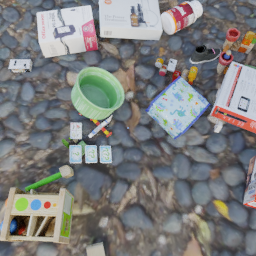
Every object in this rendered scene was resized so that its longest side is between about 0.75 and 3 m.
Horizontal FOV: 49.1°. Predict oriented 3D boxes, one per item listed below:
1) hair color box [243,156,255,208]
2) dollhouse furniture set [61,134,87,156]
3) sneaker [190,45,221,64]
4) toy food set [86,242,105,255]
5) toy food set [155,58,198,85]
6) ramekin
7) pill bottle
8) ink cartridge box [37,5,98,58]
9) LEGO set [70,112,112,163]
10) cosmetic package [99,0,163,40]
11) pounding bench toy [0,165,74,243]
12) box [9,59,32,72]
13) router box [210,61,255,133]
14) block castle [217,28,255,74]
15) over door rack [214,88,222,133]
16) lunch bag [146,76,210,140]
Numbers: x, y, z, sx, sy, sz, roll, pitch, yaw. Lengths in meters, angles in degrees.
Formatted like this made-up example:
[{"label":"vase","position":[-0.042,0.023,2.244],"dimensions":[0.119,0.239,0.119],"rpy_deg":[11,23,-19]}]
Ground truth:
[{"label":"hair color box","position":[4.500,1.795,9.606],"dimensions":[0.550,0.955,1.721],"rpy_deg":[18,67,7]},{"label":"dollhouse furniture set","position":[-1.920,0.612,10.392],"dimensions":[0.888,0.446,0.582],"rpy_deg":[38,72,15]},{"label":"sneaker","position":[3.382,-3.224,11.897],"dimensions":[1.466,0.727,0.518],"rpy_deg":[-18,66,-9]},{"label":"toy food set","position":[-1.005,4.139,9.021],"dimensions":[0.550,0.232,0.767],"rpy_deg":[-12,75,-6]},{"label":"toy food set","position":[1.873,-2.192,11.399],"dimensions":[1.706,0.814,0.767],"rpy_deg":[17,68,6]},{"label":"ramekin","position":[-1.180,-1.245,10.504],"dimensions":[1.915,0.936,1.915],"rpy_deg":[18,52,-24]},{"label":"pill bottle","position":[2.406,-4.996,12.517],"dimensions":[1.757,0.992,0.992],"rpy_deg":[-31,70,-13]},{"label":"ink cartridge box","position":[-2.632,-4.193,12.159],"dimensions":[2.381,1.004,1.724],"rpy_deg":[-10,67,-4]},{"label":"LEGO set","position":[-1.357,0.247,10.362],"dimensions":[1.551,0.509,2.076],"rpy_deg":[2,69,-14]},{"label":"cosmetic package","position":[0.077,-4.971,12.464],"dimensions":[2.677,0.692,2.019],"rpy_deg":[0,64,-11]},{"label":"pounding bench toy","position":[-2.841,2.375,9.049],"dimensions":[1.906,1.518,2.444],"rpy_deg":[2,67,1]},{"label":"box","position":[-4.564,-2.641,11.896],"dimensions":[0.872,0.262,0.508],"rpy_deg":[-1,67,-1]},{"label":"router box","position":[4.563,-1.100,10.372],"dimensions":[2.310,0.629,2.574],"rpy_deg":[24,57,11]},{"label":"block castle","position":[5.215,-2.917,11.443],"dimensions":[2.800,1.313,1.871],"rpy_deg":[19,68,8]},{"label":"over door rack","position":[4.121,-0.407,10.509],"dimensions":[1.777,0.801,2.406],"rpy_deg":[14,45,6]},{"label":"lunch bag","position":[1.899,-0.815,10.431],"dimensions":[1.636,1.226,1.925],"rpy_deg":[45,73,3]}]
